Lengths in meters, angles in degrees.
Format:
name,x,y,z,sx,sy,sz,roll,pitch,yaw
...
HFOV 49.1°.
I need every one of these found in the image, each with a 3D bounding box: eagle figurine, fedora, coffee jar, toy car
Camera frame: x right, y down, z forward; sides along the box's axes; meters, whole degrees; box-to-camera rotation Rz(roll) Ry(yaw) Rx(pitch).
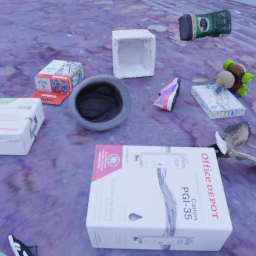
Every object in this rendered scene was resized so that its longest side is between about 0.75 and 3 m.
name,x,y,z,sx,sy,sz,roll,pitch,yaw
eagle figurine,2.991,0.627,7.924,1.930,1.464,1.457,-9,17,-3
fedora,-1.004,-0.812,9.741,2.112,1.868,0.954,-25,0,-17
coffee jar,2.541,-3.417,9.384,1.684,0.878,0.719,-8,10,-6
toy car,3.922,-1.829,11.311,1.589,1.253,1.305,-24,52,-20

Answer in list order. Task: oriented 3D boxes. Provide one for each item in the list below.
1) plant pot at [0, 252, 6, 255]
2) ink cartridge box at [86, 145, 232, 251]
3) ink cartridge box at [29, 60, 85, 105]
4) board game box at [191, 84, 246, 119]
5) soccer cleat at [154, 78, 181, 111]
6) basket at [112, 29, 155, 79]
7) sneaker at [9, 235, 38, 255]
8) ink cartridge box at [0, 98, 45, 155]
name,x,y,z,sx,sy,sz,roll,pitch,yaw
plant pot,-2.619,2.840,4.193,2.535,2.535,1.707,-13,2,-17
ink cartridge box,0.635,1.519,6.382,2.859,1.183,2.094,1,48,1
ink cartridge box,-3.037,-2.020,11.930,1.512,0.699,2.775,8,36,11
board game box,3.476,-1.101,10.993,1.337,0.340,1.988,-5,37,-8
soccer cleat,1.619,-1.440,11.171,0.768,0.716,2.099,12,41,14
basket,0.179,-3.476,12.993,1.911,1.894,1.537,-5,32,-6
sneaker,-2.211,2.579,6.023,0.463,0.302,0.827,-21,49,-32
ink cartridge box,-3.808,-0.103,9.159,1.520,0.878,2.089,1,36,1
